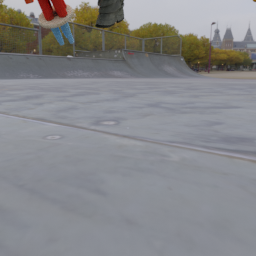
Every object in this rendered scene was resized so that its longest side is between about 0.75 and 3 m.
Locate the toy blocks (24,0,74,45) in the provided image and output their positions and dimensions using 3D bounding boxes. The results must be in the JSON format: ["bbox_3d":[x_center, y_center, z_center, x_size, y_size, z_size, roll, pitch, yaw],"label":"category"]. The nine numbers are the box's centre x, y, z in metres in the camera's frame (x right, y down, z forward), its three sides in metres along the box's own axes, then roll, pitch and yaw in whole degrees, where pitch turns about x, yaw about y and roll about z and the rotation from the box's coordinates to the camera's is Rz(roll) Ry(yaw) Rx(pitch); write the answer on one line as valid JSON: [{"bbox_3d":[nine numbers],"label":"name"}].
[{"bbox_3d":[-1.750,-2.623,5.297,0.720,1.984,1.653,-40,57,-16],"label":"toy blocks"}]

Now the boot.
[{"bbox_3d":[-0.460,-2.428,5.142,0.643,1.241,1.899,18,32,20],"label":"boot"}]

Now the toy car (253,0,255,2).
[{"bbox_3d":[3.387,-3.380,6.744,1.874,1.657,1.727,-1,31,-12],"label":"toy car"}]
